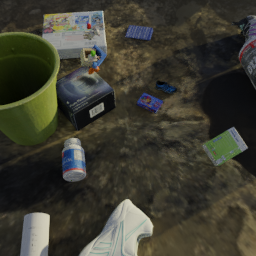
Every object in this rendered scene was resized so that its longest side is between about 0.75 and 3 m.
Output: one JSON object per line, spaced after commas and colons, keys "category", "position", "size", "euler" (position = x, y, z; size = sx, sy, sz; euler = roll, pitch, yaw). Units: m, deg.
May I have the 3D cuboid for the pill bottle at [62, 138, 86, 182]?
{"category": "pill bottle", "position": [-1.683, 0.960, 8.642], "size": [0.690, 0.690, 1.230], "euler": [-8, 55, -6]}

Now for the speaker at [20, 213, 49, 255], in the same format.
{"category": "speaker", "position": [-2.406, 3.091, 7.222], "size": [0.686, 0.686, 1.688], "euler": [-6, 56, -4]}

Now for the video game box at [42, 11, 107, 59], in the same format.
{"category": "video game box", "position": [-2.296, -4.001, 11.997], "size": [2.649, 0.620, 2.413], "euler": [-5, 59, -3]}

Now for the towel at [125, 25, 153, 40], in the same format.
{"category": "towel", "position": [0.512, -4.230, 12.466], "size": [1.118, 0.133, 0.809], "euler": [11, 59, 9]}

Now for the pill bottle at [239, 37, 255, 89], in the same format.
{"category": "pill bottle", "position": [5.216, -1.979, 10.093], "size": [1.506, 1.506, 2.644], "euler": [-8, 56, -6]}

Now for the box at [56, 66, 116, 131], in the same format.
{"category": "box", "position": [-1.604, -1.108, 9.824], "size": [1.678, 1.034, 1.664], "euler": [-34, 61, -21]}

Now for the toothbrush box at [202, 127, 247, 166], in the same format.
{"category": "toothbrush box", "position": [2.965, 0.579, 8.626], "size": [1.058, 0.455, 0.770], "euler": [-31, 81, -3]}

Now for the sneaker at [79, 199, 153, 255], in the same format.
{"category": "sneaker", "position": [-0.462, 3.209, 6.944], "size": [1.189, 1.044, 2.967], "euler": [34, 62, 17]}

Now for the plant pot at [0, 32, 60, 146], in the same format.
{"category": "plant pot", "position": [-3.310, -0.865, 8.605], "size": [2.919, 2.772, 2.919], "euler": [0, 56, 0]}

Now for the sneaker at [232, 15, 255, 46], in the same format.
{"category": "sneaker", "position": [5.094, -4.051, 11.895], "size": [2.552, 0.992, 1.785], "euler": [-34, 61, -31]}

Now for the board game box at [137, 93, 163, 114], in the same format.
{"category": "board game box", "position": [0.795, -0.910, 10.193], "size": [0.788, 0.176, 0.530], "euler": [27, 60, 17]}

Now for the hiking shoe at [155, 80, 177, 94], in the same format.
{"category": "hiking shoe", "position": [1.428, -1.538, 10.498], "size": [0.846, 0.367, 0.315], "euler": [13, 57, 9]}

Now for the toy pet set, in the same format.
{"category": "toy pet set", "position": [-1.034, -2.463, 9.448], "size": [0.821, 1.443, 1.545], "euler": [-4, 78, -24]}
